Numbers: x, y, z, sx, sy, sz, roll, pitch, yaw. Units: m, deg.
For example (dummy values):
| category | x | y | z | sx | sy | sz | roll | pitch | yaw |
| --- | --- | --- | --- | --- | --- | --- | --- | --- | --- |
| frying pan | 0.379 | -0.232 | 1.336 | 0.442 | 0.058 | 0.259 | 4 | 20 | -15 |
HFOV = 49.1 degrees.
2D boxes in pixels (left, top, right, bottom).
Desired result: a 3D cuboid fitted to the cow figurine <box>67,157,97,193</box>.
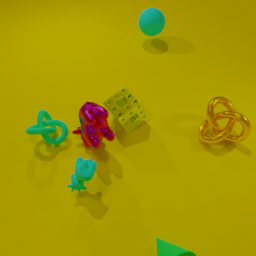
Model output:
| category | x | y | z | sx | sy | sz | roll | pitch | yaw |
| --- | --- | --- | --- | --- | --- | --- | --- | --- | --- |
| cow figurine | -1.062 | 1.128 | 6.494 | 0.487 | 0.887 | 0.873 | 14 | 86 | -23 |

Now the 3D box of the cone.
| category | x | y | z | sx | sy | sz | roll | pitch | yaw |
| --- | --- | --- | --- | --- | --- | --- | --- | --- | --- |
| cone | 0.811 | 2.599 | 5.841 | 0.879 | 0.879 | 0.883 | -21 | 32 | -18 |

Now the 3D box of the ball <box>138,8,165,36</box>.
| category | x | y | z | sx | sy | sz | roll | pitch | yaw |
| --- | --- | --- | --- | --- | --- | --- | --- | --- | --- |
| ball | 0.938 | -4.181 | 11.067 | 1.057 | 1.057 | 1.057 | 0 | 49 | 0 |

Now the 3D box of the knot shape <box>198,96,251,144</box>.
| category | x | y | z | sx | sy | sz | roll | pitch | yaw |
| --- | --- | --- | --- | --- | --- | --- | --- | --- | --- |
| knot shape | 2.761 | -0.098 | 7.883 | 1.345 | 0.664 | 1.437 | 25 | 92 | 20 |

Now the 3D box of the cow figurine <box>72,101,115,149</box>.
| category | x | y | z | sx | sy | sz | roll | pitch | yaw |
| --- | --- | --- | --- | --- | --- | --- | --- | --- | --- |
| cow figurine | -0.977 | -0.091 | 7.401 | 0.847 | 1.543 | 1.518 | -26 | 38 | -21 |

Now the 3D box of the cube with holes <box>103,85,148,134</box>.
| category | x | y | z | sx | sy | sz | roll | pitch | yaw |
| --- | --- | --- | --- | --- | --- | --- | --- | --- | --- |
| cube with holes | -0.055 | -0.534 | 8.233 | 0.832 | 0.832 | 0.832 | -40 | 56 | -4 |

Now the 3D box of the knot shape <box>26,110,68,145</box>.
| category | x | y | z | sx | sy | sz | roll | pitch | yaw |
| --- | --- | --- | --- | --- | --- | --- | --- | --- | --- |
| knot shape | -2.201 | 0.027 | 7.879 | 1.042 | 0.514 | 1.113 | 29 | 35 | -4 |
